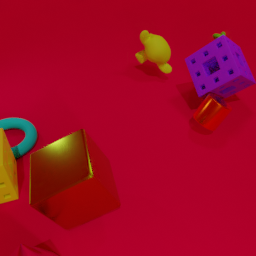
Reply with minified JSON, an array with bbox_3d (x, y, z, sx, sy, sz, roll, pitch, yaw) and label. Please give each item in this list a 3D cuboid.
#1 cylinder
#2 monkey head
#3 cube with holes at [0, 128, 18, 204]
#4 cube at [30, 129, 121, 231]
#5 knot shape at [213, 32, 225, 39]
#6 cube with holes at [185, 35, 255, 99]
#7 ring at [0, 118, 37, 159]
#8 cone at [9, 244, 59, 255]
[{"bbox_3d":[2.494,-0.473,8.298,0.818,0.818,0.818,26,27,-14],"label":"cylinder"},{"bbox_3d":[0.886,-2.777,10.359,1.303,1.811,1.091,-30,26,20],"label":"monkey head"},{"bbox_3d":[-3.506,1.009,6.767,1.279,1.279,1.279,-13,43,-14],"label":"cube with holes"},{"bbox_3d":[-1.181,1.158,6.234,1.398,1.398,1.398,-26,44,6],"label":"cube"},{"bbox_3d":[3.991,-3.533,11.929,0.515,1.043,1.115,-14,9,22],"label":"knot shape"},{"bbox_3d":[2.916,-1.802,8.878,1.369,1.369,1.369,5,64,-49],"label":"cube with holes"},{"bbox_3d":[-3.512,0.301,8.221,1.634,0.327,1.634,1,44,-1],"label":"ring"},{"bbox_3d":[-1.760,2.437,4.822,1.617,1.623,1.617,6,37,-4],"label":"cone"}]
